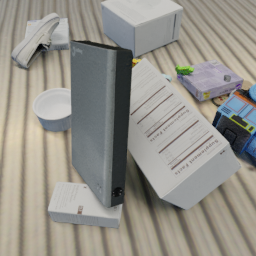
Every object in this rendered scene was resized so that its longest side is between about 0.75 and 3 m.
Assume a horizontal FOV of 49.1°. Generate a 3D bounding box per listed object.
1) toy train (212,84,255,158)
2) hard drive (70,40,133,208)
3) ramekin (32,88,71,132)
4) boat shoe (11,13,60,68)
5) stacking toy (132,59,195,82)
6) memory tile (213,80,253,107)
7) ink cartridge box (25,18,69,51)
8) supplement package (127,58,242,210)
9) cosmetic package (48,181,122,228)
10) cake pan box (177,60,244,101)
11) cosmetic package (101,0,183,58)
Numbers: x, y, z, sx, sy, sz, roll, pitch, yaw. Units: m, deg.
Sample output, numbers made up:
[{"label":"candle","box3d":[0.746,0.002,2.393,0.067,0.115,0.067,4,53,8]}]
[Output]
[{"label":"toy train","box3d":[3.551,0.159,6.821,1.699,1.289,2.974,-40,64,-20]},{"label":"hard drive","box3d":[-0.632,-0.198,5.635,0.477,2.899,2.023,-8,23,-29]},{"label":"ramekin","box3d":[-1.947,-0.486,7.796,1.258,0.613,1.258,0,49,0]},{"label":"boat shoe","box3d":[-3.012,-3.004,9.685,0.729,0.799,2.220,39,73,-2]},{"label":"stacking toy","box3d":[0.713,-1.454,8.445,2.193,0.515,1.653,8,48,26]},{"label":"memory tile","box3d":[3.327,-0.715,8.304,1.496,0.164,1.952,-6,48,-6]},{"label":"ink cartridge box","box3d":[-3.058,-3.551,10.665,1.595,0.352,1.625,-6,53,-4]},{"label":"supplement package","box3d":[0.831,0.106,6.236,1.569,1.630,2.865,-41,53,8]},{"label":"cosmetic package","box3d":[-0.864,1.624,5.962,1.456,0.539,0.740,3,48,4]},{"label":"cake pan box","box3d":[2.483,-1.548,8.737,1.456,0.414,1.581,-16,41,-14]},{"label":"cosmetic package","box3d":[0.470,-3.966,10.429,2.149,1.321,2.143,-27,54,-22]}]
